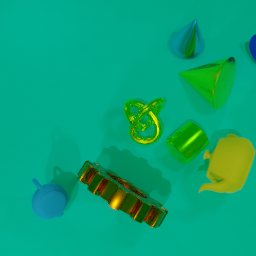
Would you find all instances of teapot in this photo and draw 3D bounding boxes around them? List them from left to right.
[{"bbox_3d":[-1.843,1.704,6.577,0.836,0.658,1.344,-38,117,-23],"label":"teapot"},{"bbox_3d":[2.225,0.820,6.400,1.021,1.297,2.086,20,45,21],"label":"teapot"}]

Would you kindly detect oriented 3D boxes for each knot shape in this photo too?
[{"bbox_3d":[0.447,-0.150,7.283,1.342,0.620,1.256,-13,109,-33],"label":"knot shape"}]

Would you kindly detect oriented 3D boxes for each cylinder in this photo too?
[{"bbox_3d":[1.499,0.390,7.153,0.813,0.813,0.813,-41,77,-12],"label":"cylinder"}]

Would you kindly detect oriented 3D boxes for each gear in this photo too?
[{"bbox_3d":[-0.124,1.411,6.139,2.076,2.076,0.384,31,86,9],"label":"gear"}]

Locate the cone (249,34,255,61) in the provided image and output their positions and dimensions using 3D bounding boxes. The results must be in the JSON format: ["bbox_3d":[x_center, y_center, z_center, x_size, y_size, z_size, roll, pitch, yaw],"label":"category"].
[{"bbox_3d":[4.086,-2.354,7.661,1.016,1.012,1.012,-33,76,-11],"label":"cone"}]

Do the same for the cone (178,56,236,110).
[{"bbox_3d":[2.010,-1.377,7.760,1.427,1.422,1.422,22,72,33],"label":"cone"}]

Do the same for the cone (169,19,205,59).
[{"bbox_3d":[1.782,-2.701,7.885,1.064,1.068,1.064,0,70,-1],"label":"cone"}]
